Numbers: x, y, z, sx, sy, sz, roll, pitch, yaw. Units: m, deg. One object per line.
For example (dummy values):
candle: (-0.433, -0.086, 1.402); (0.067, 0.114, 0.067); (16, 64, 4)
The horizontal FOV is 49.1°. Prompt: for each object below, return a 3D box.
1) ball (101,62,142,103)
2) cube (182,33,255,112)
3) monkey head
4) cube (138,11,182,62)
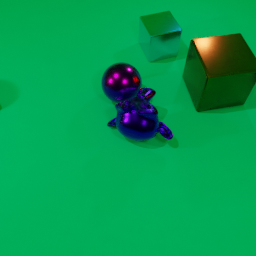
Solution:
ball: (-0.163, -1.143, 7.130); (1.039, 1.039, 1.039); (0, 57, 0)
cube: (2.296, -1.394, 7.119); (1.329, 1.329, 1.329); (-9, 57, -6)
monkey head: (0.298, -0.303, 6.635); (1.690, 1.018, 1.216); (12, 45, 21)
cube: (0.909, -2.675, 8.191); (0.948, 0.948, 0.948); (-15, 58, -10)
